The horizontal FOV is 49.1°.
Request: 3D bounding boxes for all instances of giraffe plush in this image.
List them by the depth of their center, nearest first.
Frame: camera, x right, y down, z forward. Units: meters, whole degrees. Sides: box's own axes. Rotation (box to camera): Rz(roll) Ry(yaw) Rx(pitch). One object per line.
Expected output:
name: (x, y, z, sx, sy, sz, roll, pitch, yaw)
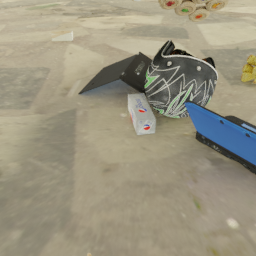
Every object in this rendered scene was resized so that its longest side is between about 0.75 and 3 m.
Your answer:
giraffe plush: (4.951, -2.022, 10.176, 1.056, 1.123, 1.302, 14, 20, -18)

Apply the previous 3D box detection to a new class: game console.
game console: (2.904, 0.109, 6.447, 2.234, 1.549, 2.617, -25, 42, -31)

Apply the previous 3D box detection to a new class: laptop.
laptop: (0.069, -1.603, 10.206, 2.650, 1.535, 2.481, 32, 38, -4)

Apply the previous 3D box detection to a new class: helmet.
helmet: (1.470, -1.303, 7.968, 2.148, 2.148, 2.048, 3, 44, 5)

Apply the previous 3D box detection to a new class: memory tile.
memory tile: (2.499, -4.073, 8.210, 2.148, 0.235, 2.802, 4, -16, -39)

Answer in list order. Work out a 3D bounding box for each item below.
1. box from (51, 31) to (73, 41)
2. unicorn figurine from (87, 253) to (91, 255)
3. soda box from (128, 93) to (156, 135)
box: (-3.429, -4.808, 14.622, 1.068, 0.415, 0.507, -2, 34, -2)
unicorn figurine: (0.316, 2.833, 3.196, 2.466, 0.911, 1.694, 20, 27, 3)
soda box: (0.366, -0.445, 8.177, 0.532, 0.495, 1.560, -6, 35, -8)
